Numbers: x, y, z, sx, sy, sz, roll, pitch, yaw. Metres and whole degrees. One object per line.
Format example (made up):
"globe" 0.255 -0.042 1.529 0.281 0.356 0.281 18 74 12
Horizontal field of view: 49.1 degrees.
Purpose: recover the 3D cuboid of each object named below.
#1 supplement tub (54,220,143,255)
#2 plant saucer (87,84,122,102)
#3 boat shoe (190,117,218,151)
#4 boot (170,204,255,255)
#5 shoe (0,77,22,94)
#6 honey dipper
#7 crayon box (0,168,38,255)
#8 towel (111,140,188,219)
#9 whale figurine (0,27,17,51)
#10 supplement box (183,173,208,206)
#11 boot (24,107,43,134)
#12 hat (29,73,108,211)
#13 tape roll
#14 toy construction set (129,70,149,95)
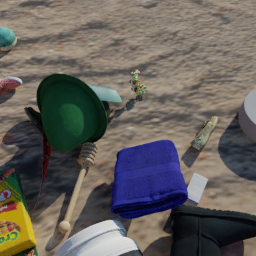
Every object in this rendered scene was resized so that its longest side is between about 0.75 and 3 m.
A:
"supplement tub" -0.277 3.530 5.727 1.896 1.896 2.702 -23 56 -16
"plant saucer" -1.188 -1.243 9.414 2.082 0.374 2.082 12 9 -2
"boat shoe" 2.524 0.100 9.167 0.444 0.519 1.416 28 58 16
"boot" 2.118 3.047 6.725 2.445 0.934 2.054 9 59 -1
"shoe" -4.676 -1.484 10.390 1.414 0.505 0.643 -3 54 4
"honey dipper" -1.420 1.664 8.075 0.510 0.510 2.688 9 57 6
"crayon box" -3.436 2.502 7.287 1.652 0.661 2.603 -21 56 -15
"towel" 0.512 1.249 7.285 1.805 0.606 2.445 -13 27 8
"whale figurine" -5.608 -3.820 11.910 1.578 0.819 1.255 -4 53 -2
"supplement box" 1.885 1.788 7.954 0.448 0.438 0.866 22 56 16
"boot" -2.812 -0.451 9.570 0.988 0.497 1.322 -39 73 -18
"hat" -2.044 0.265 7.653 2.338 2.823 2.485 -16 25 32
"tape roll" 4.880 -0.390 9.417 2.122 0.701 2.122 -1 53 1
"toy construction set" 0.363 -1.619 10.132 0.632 0.964 0.444 -35 24 -28
